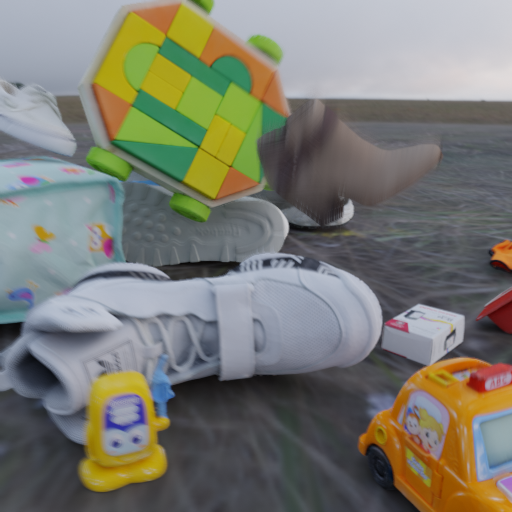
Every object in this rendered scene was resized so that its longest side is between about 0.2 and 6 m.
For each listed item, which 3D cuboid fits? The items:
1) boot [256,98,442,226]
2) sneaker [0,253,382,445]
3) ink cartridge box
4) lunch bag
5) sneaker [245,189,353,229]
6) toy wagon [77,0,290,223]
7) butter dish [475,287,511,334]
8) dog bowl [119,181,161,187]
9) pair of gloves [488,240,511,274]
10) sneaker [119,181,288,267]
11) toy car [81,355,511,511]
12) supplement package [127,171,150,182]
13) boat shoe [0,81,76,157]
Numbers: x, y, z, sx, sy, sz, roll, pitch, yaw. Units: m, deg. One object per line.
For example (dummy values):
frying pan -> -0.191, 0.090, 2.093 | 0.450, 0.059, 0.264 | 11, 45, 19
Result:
boot -> 1.036, -1.269, 6.784 | 1.981, 1.449, 0.696 | -30, 23, 16
sneaker -> -0.628, 0.794, 4.889 | 3.263, 1.226, 1.875 | 0, 16, 19
ink cartridge box -> 1.833, 0.845, 6.135 | 0.585, 0.339, 0.792 | 14, 23, 40
lunch bag -> -3.554, -0.229, 6.901 | 3.200, 1.951, 2.726 | -11, 19, -31
sneaker -> 0.202, -1.266, 11.351 | 3.462, 1.373, 1.280 | -4, 18, 3
toy wagon -> -0.558, -1.958, 8.087 | 3.711, 2.879, 0.734 | 28, -9, -25
butter dish -> 3.148, 0.628, 6.469 | 0.862, 0.859, 0.637 | -18, 68, -44
dog bowl -> -1.327, -1.562, 10.697 | 3.561, 0.883, 1.985 | -22, 20, 16
pair of gloves -> 4.776, 0.121, 8.701 | 2.198, 0.272, 1.958 | 13, 20, 29
sneaker -> -1.196, -0.546, 9.415 | 3.458, 1.321, 1.392 | 9, 13, 3
toy car -> 0.428, 1.231, 3.551 | 3.287, 1.094, 1.612 | -1, 16, -7
supplement package -> -1.373, -1.883, 9.019 | 1.559, 0.865, 1.215 | 2, 40, 26
boat shoe -> -3.094, -1.970, 7.681 | 2.167, 0.756, 0.768 | 29, 7, 40
